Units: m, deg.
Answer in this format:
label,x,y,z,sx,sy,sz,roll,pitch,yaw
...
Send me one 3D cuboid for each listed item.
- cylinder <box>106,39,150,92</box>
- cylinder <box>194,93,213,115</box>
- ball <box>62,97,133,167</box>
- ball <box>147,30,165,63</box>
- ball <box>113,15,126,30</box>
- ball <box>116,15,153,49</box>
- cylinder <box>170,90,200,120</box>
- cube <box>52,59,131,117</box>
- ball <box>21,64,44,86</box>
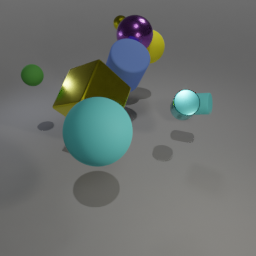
label,x,y,z,sx,sy,sz,roll,pitch,yaw
cylinder,-0.079,-2.188,10.003,1.400,1.400,1.400,6,65,-13
cylinder,2.332,-0.783,9.135,0.700,0.700,0.700,1,28,29
ball,-0.607,0.076,5.666,1.400,1.400,1.400,0,31,0
ball,0.851,-3.449,11.899,1.400,1.400,1.400,0,31,0
ball,-0.337,-4.894,13.085,0.700,0.700,0.700,0,31,0
ball,0.257,-3.543,10.633,1.400,1.400,1.400,0,31,0
cylinder,1.526,-0.607,7.555,0.700,0.700,0.700,1,-9,2
cube,-1.019,-0.878,8.066,1.400,1.400,1.400,-4,59,44
ball,-3.077,-1.698,9.013,0.700,0.700,0.700,0,31,0
